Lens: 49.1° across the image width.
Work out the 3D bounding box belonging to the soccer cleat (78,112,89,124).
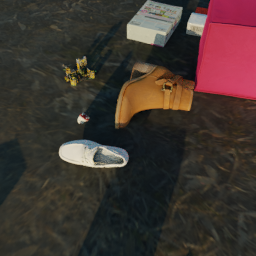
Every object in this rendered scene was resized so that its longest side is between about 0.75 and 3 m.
[{"bbox_3d":[-1.369,-0.269,8.438,0.290,0.845,0.360,40,93,-11],"label":"soccer cleat"}]

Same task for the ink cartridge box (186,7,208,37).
[{"bbox_3d":[3.868,-4.868,12.463,2.030,0.599,2.536,15,52,13],"label":"ink cartridge box"}]

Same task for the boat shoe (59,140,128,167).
[{"bbox_3d":[-0.934,0.698,7.433,1.896,0.657,0.671,5,92,1],"label":"boat shoe"}]

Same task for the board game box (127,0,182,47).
[{"bbox_3d":[1.186,-4.563,12.116,1.698,0.740,2.301,20,53,15],"label":"board game box"}]

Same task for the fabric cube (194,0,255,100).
[{"bbox_3d":[3.844,-2.856,9.363,2.659,2.711,2.702,11,52,8],"label":"fabric cube"}]

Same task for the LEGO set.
[{"bbox_3d":[-1.751,-2.092,10.029,1.126,0.652,0.866,-19,52,-16],"label":"LEGO set"}]

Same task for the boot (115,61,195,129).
[{"bbox_3d":[0.879,-0.845,8.867,2.166,1.070,2.790,21,52,5],"label":"boot"}]
